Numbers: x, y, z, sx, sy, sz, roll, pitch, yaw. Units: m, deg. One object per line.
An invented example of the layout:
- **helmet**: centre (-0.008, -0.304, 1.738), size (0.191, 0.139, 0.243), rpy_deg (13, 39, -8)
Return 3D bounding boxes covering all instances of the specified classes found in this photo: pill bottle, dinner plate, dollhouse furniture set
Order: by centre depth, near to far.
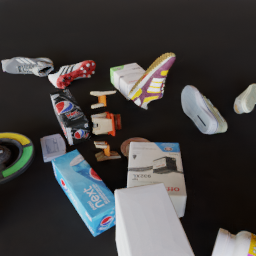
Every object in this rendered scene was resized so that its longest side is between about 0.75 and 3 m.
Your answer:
- **pill bottle**: centre (2.818, 2.852, 5.915), size (1.937, 1.010, 1.010), rpy_deg (17, 40, 22)
- **dollhouse furniture set**: centre (-0.622, -0.150, 9.277), size (1.087, 2.111, 2.088), rpy_deg (-5, 5, -10)
- **dinner plate**: centre (0.311, 0.713, 9.531), size (1.109, 0.134, 1.109), rpy_deg (1, 36, -1)

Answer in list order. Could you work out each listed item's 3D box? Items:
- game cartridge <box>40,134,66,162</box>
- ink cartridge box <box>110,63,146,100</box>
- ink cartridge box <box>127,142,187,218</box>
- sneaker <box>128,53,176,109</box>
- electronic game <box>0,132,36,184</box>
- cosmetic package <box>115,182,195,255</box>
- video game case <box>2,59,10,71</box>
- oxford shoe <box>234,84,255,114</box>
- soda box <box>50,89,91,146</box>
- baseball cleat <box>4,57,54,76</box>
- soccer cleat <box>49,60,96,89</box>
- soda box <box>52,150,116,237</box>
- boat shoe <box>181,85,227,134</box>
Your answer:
- **game cartridge**: centre (-2.525, 0.661, 9.538), size (0.791, 0.240, 1.186), rpy_deg (-15, 39, -13)
- **ink cartridge box**: centre (0.194, -2.166, 12.831), size (1.384, 0.799, 1.903), rpy_deg (-16, 39, -20)
- **ink cartridge box**: centre (0.763, 1.386, 7.981), size (1.526, 0.881, 2.104), rpy_deg (2, 37, 2)
- **sneaker**: centre (1.019, -1.626, 9.824), size (0.992, 2.201, 0.825), rpy_deg (39, 30, -14)
- **electronic game**: centre (-4.223, 0.931, 8.914), size (2.464, 0.513, 2.464), rpy_deg (0, 36, 0)
- **cosmetic package**: centre (0.432, 2.463, 5.727), size (1.139, 1.853, 1.847), rpy_deg (-8, 38, -9)
- **video game case**: centre (-6.182, -3.398, 14.994), size (1.016, 0.201, 1.121), rpy_deg (-14, 39, -18)
- **oxford shoe**: centre (5.017, -1.244, 11.712), size (0.654, 0.851, 2.265), rpy_deg (-20, 13, 48)
- **soda box**: centre (-2.189, -0.475, 10.467), size (0.805, 0.900, 2.543), rpy_deg (-18, 40, -18)
- **baseball cleat**: centre (-4.941, -3.047, 13.996), size (2.407, 0.839, 1.281), rpy_deg (-12, 38, -14)
- **soccer cleat**: centre (-2.650, -2.728, 13.569), size (1.087, 0.876, 2.552), rpy_deg (30, 51, 27)
- **soda box**: centre (-1.197, 1.667, 7.697), size (0.834, 0.789, 2.460), rpy_deg (-22, 43, -27)
- **boat shoe**: centre (2.879, -0.683, 10.923), size (0.846, 0.982, 2.728), rpy_deg (9, 39, -22)
